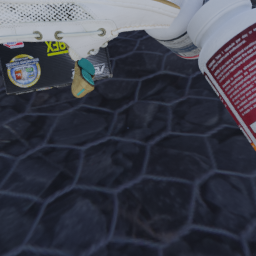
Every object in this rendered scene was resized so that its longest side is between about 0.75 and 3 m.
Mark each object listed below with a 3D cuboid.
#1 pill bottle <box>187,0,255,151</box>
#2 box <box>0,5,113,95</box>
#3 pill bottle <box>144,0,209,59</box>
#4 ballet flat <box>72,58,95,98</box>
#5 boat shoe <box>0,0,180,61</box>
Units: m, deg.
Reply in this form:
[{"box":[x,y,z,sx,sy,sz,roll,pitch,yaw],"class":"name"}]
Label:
[{"box":[2.341,-1.039,5.092,1.607,1.607,2.845,-24,75,-21],"class":"pill bottle"},{"box":[-1.892,-2.130,7.133,2.691,2.155,0.596,-10,3,-1],"class":"box"},{"box":[1.226,-2.867,6.986,1.630,1.630,2.726,37,15,30],"class":"pill bottle"},{"box":[-0.783,-0.848,4.652,0.409,0.376,1.193,38,18,-22],"class":"ballet flat"},{"box":[-0.672,-1.397,3.717,2.774,0.962,0.982,-3,29,-16],"class":"boat shoe"}]
